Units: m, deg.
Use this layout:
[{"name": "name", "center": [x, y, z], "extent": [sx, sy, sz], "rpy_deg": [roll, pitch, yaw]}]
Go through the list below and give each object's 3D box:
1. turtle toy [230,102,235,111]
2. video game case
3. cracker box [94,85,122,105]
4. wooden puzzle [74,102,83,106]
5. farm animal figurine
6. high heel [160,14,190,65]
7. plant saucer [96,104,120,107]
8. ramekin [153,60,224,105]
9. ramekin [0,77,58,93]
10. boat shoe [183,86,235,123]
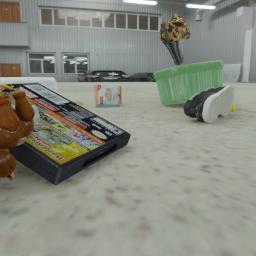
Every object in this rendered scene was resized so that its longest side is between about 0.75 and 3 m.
[{"name": "turtle toy", "center": [3.675, -1.007, 10.782], "extent": [0.854, 0.592, 1.172], "rpy_deg": [4, 12, 18]}, {"name": "video game case", "center": [-1.426, -0.125, 4.724], "extent": [2.425, 0.309, 2.192], "rpy_deg": [29, 20, 17]}, {"name": "cracker box", "center": [-0.847, -1.417, 12.057], "extent": [1.220, 0.817, 0.352], "rpy_deg": [-4, 4, -37]}, {"name": "wooden puzzle", "center": [-2.399, -0.880, 11.279], "extent": [1.002, 0.202, 1.083], "rpy_deg": [1, 16, 3]}, {"name": "farm animal figurine", "center": [-1.889, 0.330, 2.832], "extent": [2.040, 1.063, 2.017], "rpy_deg": [-15, 17, -14]}, {"name": "high heel", "center": [1.698, -3.943, 10.591], "extent": [0.946, 2.648, 1.888], "rpy_deg": [-10, -33, 22]}, {"name": "plant saucer", "center": [-0.849, -0.926, 11.714], "extent": [1.015, 0.096, 0.355], "rpy_deg": [-1, 11, -7]}, {"name": "ramekin", "center": [2.639, -1.888, 12.027], "extent": [2.946, 1.439, 2.946], "rpy_deg": [-9, 6, 1]}, {"name": "ramekin", "center": [-3.364, -0.922, 8.644], "extent": [2.564, 1.250, 2.564], "rpy_deg": [0, 11, 0]}, {"name": "boat shoe", "center": [2.629, -0.781, 8.778], "extent": [0.829, 1.016, 2.749], "rpy_deg": [13, 25, 33]}]
